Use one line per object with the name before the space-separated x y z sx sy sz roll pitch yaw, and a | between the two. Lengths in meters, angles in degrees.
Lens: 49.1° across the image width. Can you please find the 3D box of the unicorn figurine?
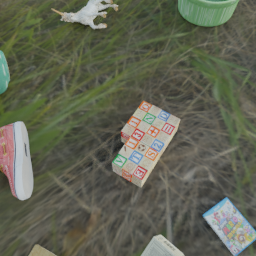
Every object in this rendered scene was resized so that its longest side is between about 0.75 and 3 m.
unicorn figurine | -1.366 -4.178 10.099 1.544 0.830 2.247 17 46 21

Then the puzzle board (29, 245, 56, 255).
puzzle board | -1.288 4.051 5.558 2.898 0.252 2.184 24 64 14

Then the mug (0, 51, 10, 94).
mug | -4.230 -1.796 8.170 1.190 1.581 1.924 -16 56 -26

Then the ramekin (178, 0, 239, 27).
ramekin | 2.911 -4.774 10.166 2.294 1.120 2.294 0 60 0

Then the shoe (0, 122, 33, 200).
shoe | -3.082 0.869 7.118 1.028 0.807 2.259 -15 56 -7

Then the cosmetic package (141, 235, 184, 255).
cosmetic package | 0.475 2.821 5.511 0.641 0.453 1.239 35 94 29

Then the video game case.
video game case | 2.429 2.312 6.642 0.789 0.098 1.102 -30 64 -16

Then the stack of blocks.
stack of blocks | 0.373 0.375 7.296 1.142 0.581 1.983 28 65 15
